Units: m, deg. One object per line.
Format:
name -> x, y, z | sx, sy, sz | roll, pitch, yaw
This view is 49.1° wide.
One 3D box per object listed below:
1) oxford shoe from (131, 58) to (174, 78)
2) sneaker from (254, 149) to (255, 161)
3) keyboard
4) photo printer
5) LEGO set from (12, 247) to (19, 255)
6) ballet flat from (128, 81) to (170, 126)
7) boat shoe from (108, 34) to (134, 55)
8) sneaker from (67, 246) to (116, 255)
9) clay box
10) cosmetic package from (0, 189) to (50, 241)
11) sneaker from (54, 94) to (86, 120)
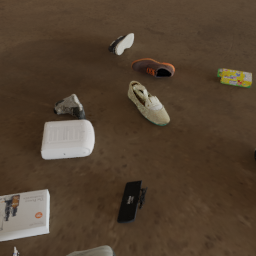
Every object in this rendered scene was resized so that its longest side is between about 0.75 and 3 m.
oxford shoe -> 1.157, -2.819, 13.324 | 2.086, 0.742, 0.757 | 7, 32, 8
sneaker -> 5.162, 1.150, 8.453 | 2.888, 1.065, 1.263 | 29, 49, 35
keyboard -> 0.179, 2.116, 7.977 | 0.733, 0.279, 1.409 | -11, 36, 23
photo printer -> -2.026, 0.364, 9.637 | 1.722, 0.598, 1.433 | -5, 46, -5
LEGO set -> -2.678, 3.302, 6.478 | 1.022, 0.251, 0.764 | 26, 46, 24
ballet flat -> 0.735, -1.071, 11.253 | 0.877, 0.811, 2.601 | -22, 45, -24
boat shoe -> -0.345, -4.758, 15.717 | 0.653, 0.800, 2.166 | 18, 48, 21
sneaker -> -1.390, 3.224, 5.854 | 2.639, 0.975, 1.046 | -20, 15, 7
clay box -> 4.963, -2.360, 13.135 | 1.527, 0.363, 0.877 | 12, 41, 14
cosmetic package -> -2.937, 2.334, 7.517 | 1.571, 0.406, 1.184 | -7, 43, -9
sneaker -> -2.330, -0.654, 10.956 | 1.071, 0.695, 1.854 | -18, 33, -13
